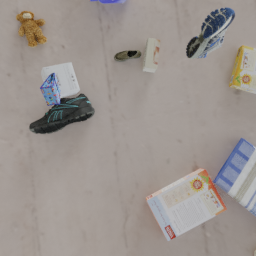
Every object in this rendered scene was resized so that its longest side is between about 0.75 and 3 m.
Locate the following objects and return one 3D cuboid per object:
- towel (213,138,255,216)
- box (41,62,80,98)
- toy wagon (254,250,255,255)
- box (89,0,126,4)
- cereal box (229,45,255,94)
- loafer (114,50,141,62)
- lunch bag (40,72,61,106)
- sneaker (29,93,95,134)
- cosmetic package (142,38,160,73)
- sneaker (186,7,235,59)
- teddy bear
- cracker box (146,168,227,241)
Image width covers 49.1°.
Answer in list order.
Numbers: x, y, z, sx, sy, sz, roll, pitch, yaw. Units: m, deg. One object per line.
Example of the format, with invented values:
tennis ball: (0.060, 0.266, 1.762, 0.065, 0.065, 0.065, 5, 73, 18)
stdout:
towel: (4.468, 1.892, 9.462, 2.818, 0.335, 2.070, 37, 73, 2)
box: (-2.189, -1.504, 9.055, 0.968, 0.633, 0.963, -18, 92, -23)
toy wagon: (4.860, 4.484, 9.597, 1.059, 0.210, 0.822, 37, 88, 1)
box: (-0.787, -5.508, 9.872, 1.491, 0.519, 2.504, -10, 88, -16)
cereal box: (4.772, -1.918, 9.861, 2.063, 0.408, 1.485, 16, 87, 1)
loafer: (-0.038, -2.599, 9.876, 0.991, 0.345, 0.373, -9, 84, 12)
lunch bag: (-2.167, -1.149, 8.094, 0.393, 0.628, 0.835, -6, 42, 6)
sneaker: (-2.321, -0.467, 9.670, 2.276, 0.858, 0.902, -20, 76, -9)
cosmetic package: (0.818, -2.534, 9.824, 0.462, 0.547, 1.058, 8, 88, -6)
sneaker: (2.462, -2.685, 8.084, 0.766, 1.799, 0.693, 4, 62, -28)
teddy bear: (-3.424, -3.539, 9.934, 1.024, 0.472, 1.412, -8, 87, -3)
cracker box: (1.928, 2.550, 9.483, 2.249, 0.649, 1.506, -27, 87, -3)
